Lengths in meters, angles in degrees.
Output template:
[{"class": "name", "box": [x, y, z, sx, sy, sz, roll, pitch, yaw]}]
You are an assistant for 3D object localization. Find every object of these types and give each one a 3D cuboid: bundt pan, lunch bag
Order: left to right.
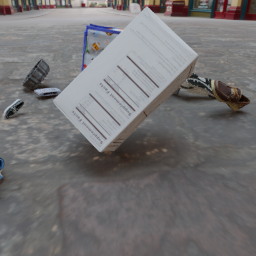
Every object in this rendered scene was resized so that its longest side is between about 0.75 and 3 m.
[{"class": "bundt pan", "box": [-3.980, -2.305, 12.275, 0.573, 1.527, 1.527, 37, 12, -26]}, {"class": "lunch bag", "box": [-0.376, -2.734, 11.297, 2.912, 2.476, 1.803, 4, 22, -10]}]

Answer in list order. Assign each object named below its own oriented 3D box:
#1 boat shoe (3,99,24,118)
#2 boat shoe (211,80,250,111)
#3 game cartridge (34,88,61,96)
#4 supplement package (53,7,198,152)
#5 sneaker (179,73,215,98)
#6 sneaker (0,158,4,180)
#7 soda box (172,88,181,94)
[{"class": "boat shoe", "box": [-3.901, -0.632, 9.620, 0.281, 0.303, 0.822, 23, 59, 32]}, {"class": "boat shoe", "box": [3.503, -1.160, 9.449, 1.911, 0.689, 0.688, 27, -33, -37]}, {"class": "game cartridge", "box": [-3.294, -1.481, 11.478, 0.944, 0.193, 0.628, -12, 29, -34]}, {"class": "supplement package", "box": [0.000, -1.010, 6.865, 1.636, 2.988, 1.699, 46, 2, 8]}, {"class": "sneaker", "box": [2.867, -1.656, 11.241, 1.829, 0.674, 0.731, 19, -24, -21]}, {"class": "sneaker", "box": [-3.171, 0.766, 6.388, 0.685, 0.679, 1.890, -18, 30, -17]}, {"class": "soda box", "box": [2.036, -2.020, 11.448, 0.432, 1.359, 0.465, 0, 53, -15]}]
